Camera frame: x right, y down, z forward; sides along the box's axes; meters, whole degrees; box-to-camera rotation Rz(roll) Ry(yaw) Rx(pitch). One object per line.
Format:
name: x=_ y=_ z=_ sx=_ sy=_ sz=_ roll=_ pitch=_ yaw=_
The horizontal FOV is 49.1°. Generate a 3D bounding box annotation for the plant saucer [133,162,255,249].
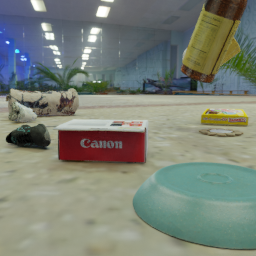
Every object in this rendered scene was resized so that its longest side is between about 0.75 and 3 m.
plant saucer: x=0.912 y=0.660 z=2.963 sx=1.730 sy=0.311 sz=1.730 roll=0 pitch=9 yaw=0

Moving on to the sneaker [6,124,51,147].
sneaker: x=-2.078 y=0.216 z=5.838 sx=1.344 sy=0.507 sz=0.533 roll=-1 pitch=17 yaw=47

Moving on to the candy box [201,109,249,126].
candy box: x=3.580 y=-0.449 z=10.407 sx=1.489 sy=0.385 sz=2.912 roll=5 pitch=10 yaw=18

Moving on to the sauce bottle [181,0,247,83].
sauce bottle: x=2.151 y=-2.552 z=6.533 sx=0.974 sy=2.950 sz=0.974 roll=16 pitch=27 yaw=-8

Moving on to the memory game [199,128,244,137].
memory game: x=2.501 y=0.115 z=7.565 sx=1.157 sy=0.074 sz=1.157 roll=0 pitch=7 yaw=0

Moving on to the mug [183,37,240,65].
mug: x=2.383 y=-2.357 z=8.513 sx=1.353 sy=1.387 sz=1.690 roll=51 pitch=13 yaw=21

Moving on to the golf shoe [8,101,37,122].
golf shoe: x=-3.964 y=-0.520 z=10.557 sx=0.912 sy=0.734 sz=1.876 roll=15 pitch=6 yaw=-30

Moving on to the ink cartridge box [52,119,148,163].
ink cartridge box: x=-0.408 y=0.218 z=4.876 sx=1.487 sy=0.623 sz=1.305 roll=1 pitch=8 yaw=6

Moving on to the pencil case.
pencil case: x=-3.725 y=-1.129 z=12.246 sx=2.995 sy=1.165 sz=1.339 roll=-4 pitch=21 yaw=-22
